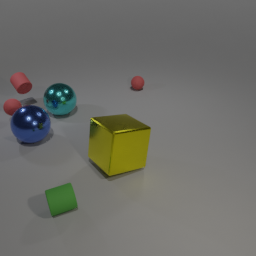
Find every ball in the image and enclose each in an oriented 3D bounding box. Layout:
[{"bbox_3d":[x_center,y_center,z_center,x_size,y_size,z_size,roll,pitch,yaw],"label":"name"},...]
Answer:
[{"bbox_3d":[-3.541,-0.142,10.220,1.400,1.400,1.400,0,31,0],"label":"ball"},{"bbox_3d":[-2.908,-1.227,12.003,1.400,1.400,1.400,0,31,0],"label":"ball"},{"bbox_3d":[0.500,-2.339,14.461,0.700,0.700,0.700,0,31,0],"label":"ball"},{"bbox_3d":[-4.649,-0.836,11.295,0.700,0.700,0.700,0,31,0],"label":"ball"}]

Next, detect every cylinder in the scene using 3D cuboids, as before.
[{"bbox_3d":[-1.778,1.894,7.463,0.700,0.700,0.700,-15,34,-18],"label":"cylinder"},{"bbox_3d":[-4.683,-1.964,12.284,0.700,0.700,0.700,-25,64,-35],"label":"cylinder"}]

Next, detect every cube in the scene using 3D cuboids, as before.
[{"bbox_3d":[-0.306,0.466,8.878,1.400,1.400,1.400,-8,25,-35],"label":"cube"}]
